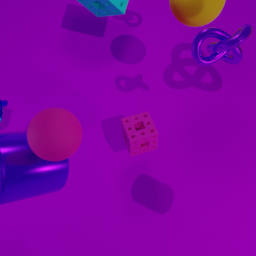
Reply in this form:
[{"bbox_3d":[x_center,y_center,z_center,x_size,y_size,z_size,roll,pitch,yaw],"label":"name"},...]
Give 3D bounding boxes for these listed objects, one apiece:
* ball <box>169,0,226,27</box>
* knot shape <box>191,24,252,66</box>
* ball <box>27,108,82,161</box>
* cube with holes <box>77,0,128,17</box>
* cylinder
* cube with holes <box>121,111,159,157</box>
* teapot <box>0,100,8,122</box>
[{"bbox_3d":[1.466,-2.770,5.944,1.176,1.176,1.176,0,70,0],"label":"ball"},{"bbox_3d":[1.661,-1.496,5.152,1.014,1.084,0.501,-5,75,-5],"label":"knot shape"},{"bbox_3d":[-1.259,0.111,4.851,0.928,0.928,0.928,0,70,0],"label":"ball"},{"bbox_3d":[-0.686,-3.963,7.898,1.095,1.095,1.095,13,85,39],"label":"cube with holes"},{"bbox_3d":[-2.133,0.760,5.744,1.357,1.357,1.357,-5,64,-43],"label":"cylinder"},{"bbox_3d":[0.289,0.159,7.215,0.738,0.738,0.738,-16,55,-9],"label":"cube with holes"},{"bbox_3d":[-2.885,-0.346,5.322,0.864,1.765,1.097,-4,103,10],"label":"teapot"}]
